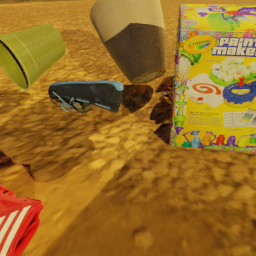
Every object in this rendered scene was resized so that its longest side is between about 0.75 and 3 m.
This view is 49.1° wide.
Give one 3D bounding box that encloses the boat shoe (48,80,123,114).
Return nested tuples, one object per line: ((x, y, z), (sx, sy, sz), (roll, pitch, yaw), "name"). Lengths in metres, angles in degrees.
((-1.282, -0.792, 7.418), (2.543, 0.873, 1.070), (6, 8, 43), "boat shoe")

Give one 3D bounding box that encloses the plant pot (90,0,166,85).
((0.299, -2.942, 9.549), (2.499, 2.668, 2.499), (-19, -7, -2), "plant pot")

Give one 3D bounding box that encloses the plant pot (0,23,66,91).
((-3.117, -2.512, 9.248), (1.948, 1.948, 1.850), (26, 53, 37), "plant pot")

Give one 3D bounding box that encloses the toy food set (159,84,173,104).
((1.362, -1.133, 8.448), (0.745, 0.413, 1.266), (8, 27, 11), "toy food set")

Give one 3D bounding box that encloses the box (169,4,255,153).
((2.448, -1.047, 6.140), (2.867, 2.762, 1.749), (4, 39, 7), "box")

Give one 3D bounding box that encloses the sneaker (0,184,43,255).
((-2.174, 1.198, 4.602), (1.441, 0.977, 2.495), (1, 37, -21), "sneaker")
